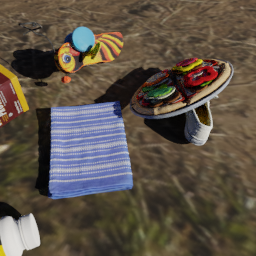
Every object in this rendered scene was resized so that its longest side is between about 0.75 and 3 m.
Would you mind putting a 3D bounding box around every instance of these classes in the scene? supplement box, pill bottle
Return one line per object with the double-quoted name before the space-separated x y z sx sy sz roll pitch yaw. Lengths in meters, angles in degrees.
"supplement box" -4.244 -0.881 7.804 1.874 1.262 1.900 34 57 25
"pill bottle" -2.586 2.239 5.385 1.602 0.891 0.891 -17 52 -15

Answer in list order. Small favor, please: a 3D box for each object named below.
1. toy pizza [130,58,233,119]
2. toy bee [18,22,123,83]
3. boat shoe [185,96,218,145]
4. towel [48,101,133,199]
"toy pizza" 1.340 -1.266 7.730 2.968 0.470 2.968 -22 27 12
"toy bee" -1.564 -2.138 8.399 2.904 1.578 1.901 -2 7 -6
"boat shoe" 1.960 -0.665 7.666 0.848 0.979 2.296 18 43 -4
"towel" -1.026 0.422 7.178 2.003 0.330 2.766 -6 54 -5
